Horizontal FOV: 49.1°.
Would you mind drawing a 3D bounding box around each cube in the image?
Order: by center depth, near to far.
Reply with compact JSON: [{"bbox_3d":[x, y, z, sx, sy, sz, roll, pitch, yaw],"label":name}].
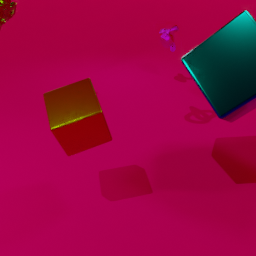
[{"bbox_3d":[-0.835,-0.176,4.736,0.831,0.831,0.831,-20,54,-4],"label":"cube"},{"bbox_3d":[2.010,-1.014,5.149,1.317,1.317,1.317,61,23,16],"label":"cube"}]

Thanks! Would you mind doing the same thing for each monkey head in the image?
[{"bbox_3d":[-3.531,-2.967,6.966,1.106,1.320,1.835,22,-4,0],"label":"monkey head"},{"bbox_3d":[1.544,-3.333,10.228,0.790,0.662,1.098,-25,56,17],"label":"monkey head"}]
